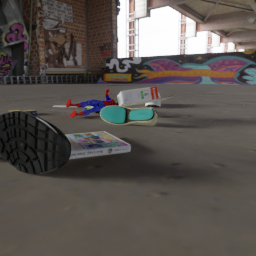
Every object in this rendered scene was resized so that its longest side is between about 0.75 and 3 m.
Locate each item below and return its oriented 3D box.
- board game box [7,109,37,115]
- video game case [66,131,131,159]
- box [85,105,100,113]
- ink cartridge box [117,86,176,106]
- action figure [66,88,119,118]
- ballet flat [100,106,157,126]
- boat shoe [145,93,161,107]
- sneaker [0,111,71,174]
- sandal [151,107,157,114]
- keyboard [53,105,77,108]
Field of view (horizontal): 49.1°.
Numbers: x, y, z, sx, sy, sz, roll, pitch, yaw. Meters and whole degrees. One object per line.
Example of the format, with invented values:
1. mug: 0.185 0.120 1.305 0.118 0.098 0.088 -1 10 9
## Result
1. board game box: -4.394 -0.639 11.616 1.023 0.177 0.693 -7 13 -31
2. video game case: -0.974 0.359 6.433 1.537 0.200 1.688 -5 11 -24
3. box: -1.249 -0.928 12.776 1.082 0.299 1.351 -6 12 -26
4. ink cartridge box: 0.638 -1.167 10.100 1.915 0.482 1.043 -10 0 -9
5. action figure: -1.026 -1.077 11.320 2.600 0.848 1.287 -9 -24 -41
6. ballet flat: 0.040 -0.361 9.361 1.974 0.686 0.686 6 12 22
7. boat shoe: 1.375 -1.502 14.722 0.787 0.685 2.136 3 11 14
8. sneaker: -1.954 0.144 5.524 2.789 1.056 1.221 7 8 34
9. sandal: 0.916 -0.679 11.148 0.259 0.347 0.905 -32 17 -19
10. keyboard: -3.182 -1.093 14.258 1.291 0.069 0.363 1 11 7
